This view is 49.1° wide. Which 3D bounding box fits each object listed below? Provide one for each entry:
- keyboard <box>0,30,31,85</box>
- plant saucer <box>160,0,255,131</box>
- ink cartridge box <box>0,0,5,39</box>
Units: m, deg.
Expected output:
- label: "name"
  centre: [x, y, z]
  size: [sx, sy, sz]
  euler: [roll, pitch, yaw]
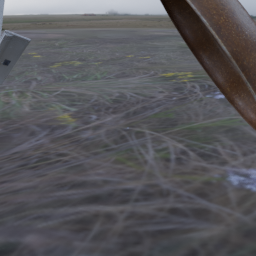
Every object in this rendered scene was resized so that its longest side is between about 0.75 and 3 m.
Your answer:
- label: "keyboard"
  centre: [-3.545, -1.900, 7.954]
  size: [0.665, 0.126, 2.363]
  euler: [7, -28, -41]
- label: "plant saucer"
  centre: [1.164, -1.034, 3.535]
  size: [0.463, 2.534, 2.534]
  euler: [-36, 19, 15]
- label: "ink cartridge box"
  centre: [-3.479, -1.759, 5.638]
  size: [1.972, 2.247, 0.942]
  euler: [20, 14, 37]
